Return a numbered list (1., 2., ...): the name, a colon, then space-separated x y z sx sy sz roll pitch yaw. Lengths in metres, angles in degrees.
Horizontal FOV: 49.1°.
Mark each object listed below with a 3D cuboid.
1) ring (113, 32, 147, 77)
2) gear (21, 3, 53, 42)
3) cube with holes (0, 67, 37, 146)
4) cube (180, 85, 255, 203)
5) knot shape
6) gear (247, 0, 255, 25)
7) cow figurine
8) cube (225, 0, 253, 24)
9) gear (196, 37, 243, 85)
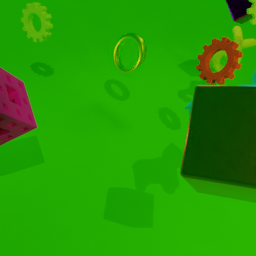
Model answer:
1. ring: 0.038 -2.240 8.610 1.339 1.339 0.268 37 27 33
2. gear: -2.996 -3.448 9.187 1.201 1.201 0.222 22 30 22
3. cube with holes: -2.593 -0.377 5.238 1.088 1.088 1.088 -25 73 8
4. cube: 1.044 0.181 2.589 0.852 0.852 0.852 5 71 25
5. knot shape: 3.225 -2.411 8.441 1.468 1.374 0.678 -44 67 -6
6. gear: 3.270 -2.726 6.306 1.061 1.061 0.196 7 22 8
7. cow figurine: 1.752 -0.435 4.275 1.728 1.701 0.949 4 0 7
8. cube: 3.608 -3.837 8.503 0.919 0.919 0.919 -21 -1 37
9. gear: 2.065 -1.523 6.412 0.194 1.051 1.051 6 32 -42
